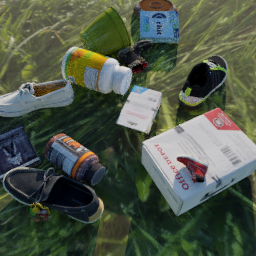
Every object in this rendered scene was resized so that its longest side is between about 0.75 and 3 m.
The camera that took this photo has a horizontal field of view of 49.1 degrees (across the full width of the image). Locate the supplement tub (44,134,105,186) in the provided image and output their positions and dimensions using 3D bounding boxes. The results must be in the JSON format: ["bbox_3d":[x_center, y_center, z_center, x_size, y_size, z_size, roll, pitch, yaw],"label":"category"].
[{"bbox_3d":[-1.449,0.907,7.794,1.675,0.896,0.896,31,59,20],"label":"supplement tub"}]

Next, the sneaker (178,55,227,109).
[{"bbox_3d":[2.728,-1.809,9.615,1.032,1.191,2.877,27,58,19],"label":"sneaker"}]

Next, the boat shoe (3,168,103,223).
[{"bbox_3d":[-1.978,1.600,7.259,2.839,0.884,1.059,18,54,13],"label":"boat shoe"}]

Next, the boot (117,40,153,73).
[{"bbox_3d":[0.449,-2.731,10.705,1.490,0.545,1.122,-22,55,-11],"label":"boot"}]

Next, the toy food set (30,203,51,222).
[{"bbox_3d":[-2.177,2.139,6.900,0.455,0.773,0.252,5,49,4],"label":"toy food set"}]

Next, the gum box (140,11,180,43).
[{"bbox_3d":[1.304,-4.243,11.733,1.606,0.358,1.365,1,69,0],"label":"gum box"}]

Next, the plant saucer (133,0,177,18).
[{"bbox_3d":[1.262,-5.473,12.781,2.054,0.329,2.054,0,47,0],"label":"plant saucer"}]

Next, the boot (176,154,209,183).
[{"bbox_3d":[1.492,0.995,6.728,0.794,0.288,0.573,20,59,11],"label":"boot"}]

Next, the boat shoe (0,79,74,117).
[{"bbox_3d":[-3.177,-1.097,9.240,2.703,0.944,0.958,-9,54,-7],"label":"boat shoe"}]

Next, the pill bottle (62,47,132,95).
[{"bbox_3d":[-1.042,-1.916,9.678,2.207,1.225,1.225,20,56,14],"label":"pill bottle"}]

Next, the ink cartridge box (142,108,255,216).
[{"bbox_3d":[1.933,0.858,7.689,2.632,1.091,1.932,-23,57,-16],"label":"ink cartridge box"}]

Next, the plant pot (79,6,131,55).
[{"bbox_3d":[-0.953,-3.527,10.780,1.571,1.632,1.632,-30,58,-4],"label":"plant pot"}]

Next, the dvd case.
[{"bbox_3d":[-3.470,0.709,8.410,1.187,0.127,1.596,-27,58,-19],"label":"dvd case"}]

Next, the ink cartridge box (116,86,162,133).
[{"bbox_3d":[0.368,-0.492,9.017,0.991,0.580,1.709,17,55,12],"label":"ink cartridge box"}]
